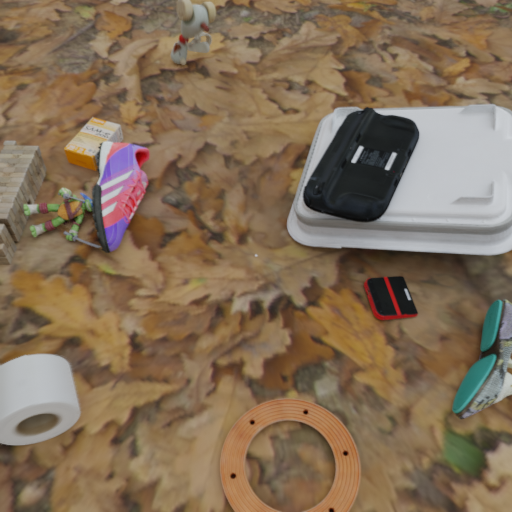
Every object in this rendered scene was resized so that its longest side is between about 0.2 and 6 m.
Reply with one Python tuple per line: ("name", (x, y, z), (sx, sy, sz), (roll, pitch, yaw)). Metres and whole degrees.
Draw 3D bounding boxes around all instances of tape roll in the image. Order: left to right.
("tape roll", (-3.342, 2.164, 8.399), (1.221, 1.221, 0.838), (-18, 55, -13))

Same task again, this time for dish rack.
("dish rack", (2.941, -1.791, 11.038), (4.411, 0.960, 3.786), (4, 51, 20))

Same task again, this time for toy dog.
("toy dog", (-1.559, -5.470, 14.016), (1.273, 1.930, 0.929), (-21, 70, -13))

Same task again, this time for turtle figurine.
("turtle figurine", (-3.793, -0.780, 10.885), (1.289, 0.956, 1.329), (-14, 50, -6))

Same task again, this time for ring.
("ring", (0.503, 3.115, 8.314), (2.071, 0.199, 2.071), (-1, 52, 1))

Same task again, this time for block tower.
("block tower", (-4.993, -1.139, 11.286), (0.798, 0.746, 2.762), (1, 52, 0))

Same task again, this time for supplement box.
("supplement box", (-3.623, -2.518, 12.552), (0.749, 0.437, 1.189), (17, 53, 12))

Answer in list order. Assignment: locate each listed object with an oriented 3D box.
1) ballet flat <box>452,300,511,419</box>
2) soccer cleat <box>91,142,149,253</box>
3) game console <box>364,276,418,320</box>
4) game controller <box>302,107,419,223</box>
("ballet flat", (3.925, 1.746, 9.027), (0.850, 0.850, 2.364), (24, 57, 18))
("soccer cleat", (-2.699, -1.277, 11.304), (1.045, 0.974, 2.856), (-2, 50, -8))
("game console", (2.435, 0.757, 10.189), (0.795, 0.140, 0.899), (-2, 51, -11))
("game controller", (2.033, -1.774, 10.573), (1.541, 0.622, 2.955), (22, 55, 14))
